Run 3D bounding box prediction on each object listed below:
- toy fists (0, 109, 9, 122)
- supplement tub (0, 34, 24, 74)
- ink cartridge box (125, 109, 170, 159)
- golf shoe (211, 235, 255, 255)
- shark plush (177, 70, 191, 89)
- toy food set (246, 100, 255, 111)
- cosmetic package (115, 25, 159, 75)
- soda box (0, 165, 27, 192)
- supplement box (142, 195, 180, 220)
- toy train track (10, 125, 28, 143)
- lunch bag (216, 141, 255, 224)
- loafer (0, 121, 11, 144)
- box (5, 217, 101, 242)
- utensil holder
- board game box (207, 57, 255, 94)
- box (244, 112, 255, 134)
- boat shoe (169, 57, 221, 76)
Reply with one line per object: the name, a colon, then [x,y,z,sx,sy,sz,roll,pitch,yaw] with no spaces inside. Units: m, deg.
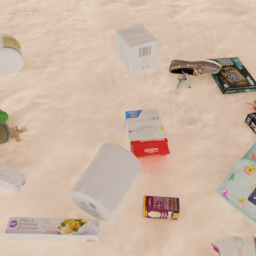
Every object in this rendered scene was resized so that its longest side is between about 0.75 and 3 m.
toy fists: [-4.996,-0.179,10.220,1.308,0.450,0.667,-36,49,-28]
supplement tub: [-5.483,-3.417,12.770,1.246,1.246,1.723,-14,48,-14]
ink cartridge box: [0.621,0.317,9.534,1.227,0.710,2.112,-5,46,-5]
golf shoe: [2.396,3.726,6.238,1.238,1.019,2.706,-4,43,23]
shark plush: [2.360,-2.182,12.135,0.507,0.553,1.217,-17,52,28]
toy food set: [5.413,-0.826,10.801,1.720,0.562,1.012,-18,18,-24]
cosmetic package: [0.390,-3.614,12.844,1.416,1.407,1.692,-18,49,-17]
soda box: [-3.864,1.480,8.603,1.394,0.444,0.475,15,48,15]
supplement box: [0.911,2.226,7.807,0.997,0.550,0.427,3,47,3]
toy train track: [-4.333,0.285,9.899,1.508,0.245,0.865,-28,52,-23]
lunch bag: [3.947,1.607,7.778,2.439,1.487,2.078,-38,57,-23]
loafer: [-5.421,0.170,9.160,2.889,1.086,1.006,-2,11,2]
box: [-1.936,2.688,7.403,2.430,0.503,0.470,0,46,2]
utensil holder: [-0.596,1.519,7.865,1.450,1.450,1.707,20,52,18]
board game box: [4.550,-2.374,12.405,1.555,0.324,2.299,-5,46,-5]
box: [4.871,-0.156,10.210,0.747,0.393,0.913,-12,47,-14]
boat shoe: [2.905,-2.596,12.271,2.200,0.790,0.655,11,70,17]
